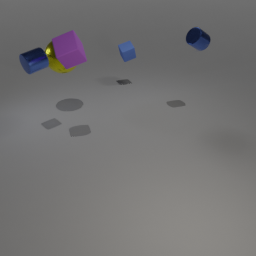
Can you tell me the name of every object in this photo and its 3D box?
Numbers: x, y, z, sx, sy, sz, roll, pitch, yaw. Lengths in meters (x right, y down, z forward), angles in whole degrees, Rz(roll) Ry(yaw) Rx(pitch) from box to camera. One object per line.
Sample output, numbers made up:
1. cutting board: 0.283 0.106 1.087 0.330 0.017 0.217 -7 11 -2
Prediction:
1. cube: -1.717 -2.294 8.255 0.700 0.700 0.700 -20 70 7
2. cube: -0.042 -4.092 14.969 0.700 0.700 0.700 -22 54 -4
3. ball: -2.706 -2.945 11.482 1.400 1.400 1.400 0 30 0
4. cylinder: -3.120 -2.233 9.314 0.700 0.700 0.700 -34 43 -31
5. cylinder: 2.730 -3.458 10.902 0.700 0.700 0.700 13 15 -43
